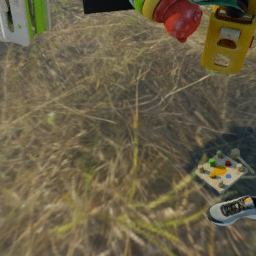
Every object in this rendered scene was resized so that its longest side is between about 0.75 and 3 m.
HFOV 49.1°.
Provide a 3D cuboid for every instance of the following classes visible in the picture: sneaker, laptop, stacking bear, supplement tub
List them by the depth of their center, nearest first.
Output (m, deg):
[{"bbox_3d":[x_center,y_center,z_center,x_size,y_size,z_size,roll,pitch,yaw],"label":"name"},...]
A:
[{"bbox_3d":[1.537,1.115,3.925,0.908,0.360,0.336,-11,43,1],"label":"sneaker"},{"bbox_3d":[0.783,-2.918,6.310,1.228,1.311,2.159,-27,72,-42],"label":"stacking bear"},{"bbox_3d":[-3.320,-4.012,7.775,1.944,1.944,2.770,1,60,1],"label":"supplement tub"},{"bbox_3d":[-0.348,-4.091,7.862,1.801,1.923,1.114,-5,4,3],"label":"laptop"}]

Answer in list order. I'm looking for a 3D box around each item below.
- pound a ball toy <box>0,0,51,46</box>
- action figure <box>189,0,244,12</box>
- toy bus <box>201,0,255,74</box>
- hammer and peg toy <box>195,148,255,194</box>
[{"bbox_3d":[-2.474,-2.876,5.679,0.998,2.349,1.532,22,48,12],"label":"pound a ball toy"},{"bbox_3d":[1.056,-1.782,3.542,1.114,0.305,0.658,-16,85,-27],"label":"action figure"},{"bbox_3d":[2.533,-2.498,6.766,2.448,2.310,1.265,43,53,-20],"label":"toy bus"},{"bbox_3d":[1.856,0.737,5.247,0.975,0.344,0.717,-33,38,-13],"label":"hammer and peg toy"}]
